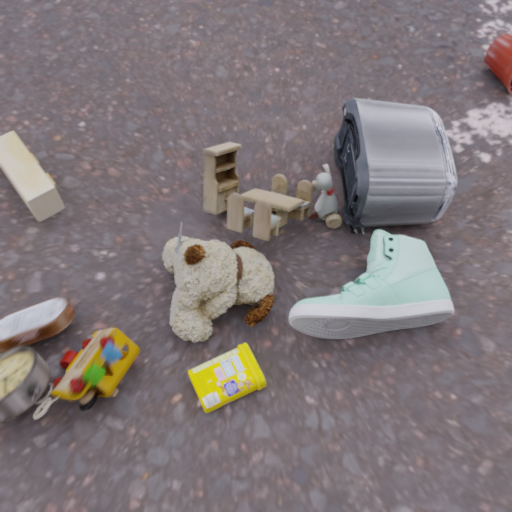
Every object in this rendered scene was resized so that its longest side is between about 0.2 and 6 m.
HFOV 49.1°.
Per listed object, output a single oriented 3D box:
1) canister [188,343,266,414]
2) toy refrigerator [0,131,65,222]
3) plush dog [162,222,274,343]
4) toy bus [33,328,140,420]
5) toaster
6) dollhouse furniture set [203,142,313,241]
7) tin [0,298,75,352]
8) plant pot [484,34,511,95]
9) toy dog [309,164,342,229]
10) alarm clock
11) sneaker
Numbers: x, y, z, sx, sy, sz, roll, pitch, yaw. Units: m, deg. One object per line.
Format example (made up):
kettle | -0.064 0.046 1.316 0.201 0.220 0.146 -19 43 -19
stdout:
canister | -0.504 2.063 9.457 1.108 0.479 0.823 -23 61 -12
toy refrigerator | -4.741 -1.671 11.594 0.675 0.732 1.929 -33 63 -18
plush dog | -0.541 0.322 10.040 1.853 1.731 2.157 4 55 -26
toy bus | -2.636 1.984 9.212 1.638 0.846 1.546 -39 23 9
toaster | 2.681 -1.748 11.077 1.936 1.703 2.997 0 56 -3
dollhouse furniture set | -0.033 -1.326 10.688 1.891 1.256 1.658 18 28 28
tin | -3.947 1.191 9.843 1.488 0.312 0.833 -20 28 -2
plant pot | 6.095 -4.577 13.222 1.171 1.171 1.139 -20 52 -12
toy dog | 1.269 -1.095 11.062 0.622 1.291 0.851 -14 30 10
alarm clock | -3.802 2.092 8.901 1.826 0.608 1.232 -1 40 39
sneaker | 1.889 0.462 10.049 2.983 1.098 1.759 -4 64 -14
